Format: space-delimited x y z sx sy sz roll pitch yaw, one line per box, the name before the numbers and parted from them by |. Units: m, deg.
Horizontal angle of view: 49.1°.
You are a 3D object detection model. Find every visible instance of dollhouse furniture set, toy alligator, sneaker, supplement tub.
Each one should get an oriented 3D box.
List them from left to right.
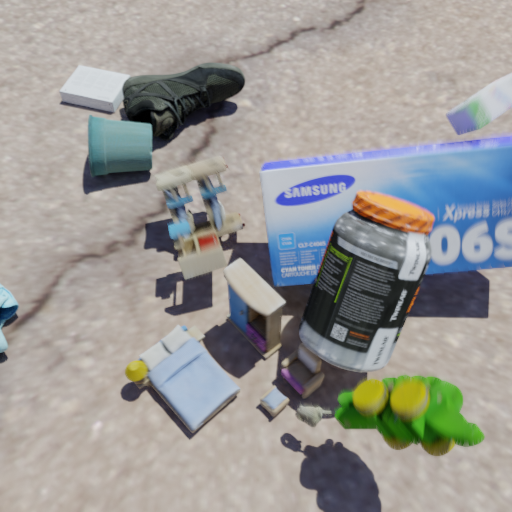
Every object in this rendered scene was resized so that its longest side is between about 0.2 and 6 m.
sneaker | -4.567 0.737 9.580 0.946 0.853 2.308 1 55 -22
sneaker | -1.538 -3.322 12.238 2.748 1.051 1.574 -9 57 -3
dollhouse furniture set | -0.892 -0.735 9.691 1.288 1.296 1.838 -18 27 -4
dollhouse furniture set | -0.538 1.629 8.404 2.325 1.517 2.195 -36 62 -21
supplement tub | 1.612 0.351 8.128 1.447 2.362 1.447 15 19 -5
toy alligator | 1.636 1.883 7.162 0.859 2.897 0.786 51 57 -18

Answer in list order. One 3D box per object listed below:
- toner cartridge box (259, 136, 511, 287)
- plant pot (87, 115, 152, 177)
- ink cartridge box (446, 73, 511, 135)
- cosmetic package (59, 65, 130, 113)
toner cartridge box | 2.261 -0.708 9.166 4.204 1.997 0.908 -6 17 6
plant pot | -2.737 -2.225 11.411 1.222 1.248 1.248 -1 54 -11
ink cartridge box | 3.693 -2.426 8.926 1.040 0.753 0.437 -34 97 -3
cosmetic package | -3.716 -3.893 13.033 1.337 0.346 1.008 14 54 10
